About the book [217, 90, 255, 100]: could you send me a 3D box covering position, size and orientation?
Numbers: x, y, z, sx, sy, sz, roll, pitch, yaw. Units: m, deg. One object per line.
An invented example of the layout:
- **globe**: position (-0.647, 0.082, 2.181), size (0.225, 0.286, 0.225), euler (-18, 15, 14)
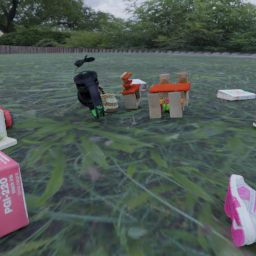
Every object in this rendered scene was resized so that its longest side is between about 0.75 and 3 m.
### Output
- **book**: position (5.094, -1.536, 13.169), size (1.457, 0.350, 0.974), euler (-7, 22, -26)

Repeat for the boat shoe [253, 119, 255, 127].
- **boat shoe**: position (4.820, -0.194, 8.703), size (1.696, 0.550, 0.621), euler (4, 19, 13)

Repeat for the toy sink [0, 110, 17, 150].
- **toy sink**: position (-3.983, 0.003, 7.510), size (1.659, 0.929, 1.081), euler (11, 21, 29)

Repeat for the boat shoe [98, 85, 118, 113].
- **boat shoe**: position (-1.205, -1.308, 11.464), size (0.853, 0.906, 2.380), euler (-16, 24, -39)

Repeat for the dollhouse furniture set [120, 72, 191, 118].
- **dollhouse furniture set**: position (1.098, -1.515, 10.856), size (2.594, 1.351, 2.623), euler (-1, 26, 18)

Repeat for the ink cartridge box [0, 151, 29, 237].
- **ink cartridge box**: position (-3.144, 1.093, 3.955), size (2.680, 1.136, 1.952), euler (-19, 26, -41)

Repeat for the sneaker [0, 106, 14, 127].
- **sneaker**: position (-4.425, -0.381, 9.189), size (0.815, 0.589, 1.668), euler (-14, 24, -41)

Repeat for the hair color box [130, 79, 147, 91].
- **hair color box**: position (0.413, -2.331, 15.258), size (0.789, 0.455, 1.422), euler (-4, 18, -14)

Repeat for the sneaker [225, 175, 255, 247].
- **sneaker**: position (1.921, 1.271, 4.400), size (0.640, 0.590, 1.451), euler (4, 27, 8)

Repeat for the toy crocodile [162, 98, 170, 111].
- **toy crocodile**: position (1.592, -0.969, 11.155), size (0.511, 0.468, 1.515), euler (1, 18, 2)

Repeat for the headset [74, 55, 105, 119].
- **headset**: position (-1.248, -1.478, 9.697), size (1.147, 1.508, 2.442), euler (-22, 64, -14)
